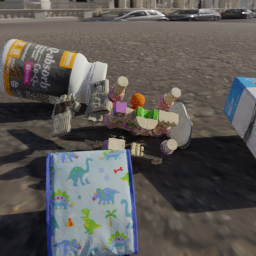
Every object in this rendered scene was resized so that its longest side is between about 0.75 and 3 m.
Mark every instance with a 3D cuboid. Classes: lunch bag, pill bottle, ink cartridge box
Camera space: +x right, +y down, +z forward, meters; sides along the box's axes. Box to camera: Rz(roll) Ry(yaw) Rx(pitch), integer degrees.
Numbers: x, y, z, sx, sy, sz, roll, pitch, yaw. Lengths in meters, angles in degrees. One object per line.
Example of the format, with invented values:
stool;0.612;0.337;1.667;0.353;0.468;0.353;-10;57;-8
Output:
lunch bag;-0.501;1.066;3.879;1.180;0.884;1.387;-4;64;-7
pill bottle;-2.168;-1.544;8.407;2.899;1.687;1.687;10;24;-5
ink cartridge box;3.305;-0.065;5.716;1.756;1.030;2.398;2;37;-8

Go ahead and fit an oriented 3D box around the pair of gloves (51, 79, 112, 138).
pair of gloves;-1.127;-0.460;6.817;1.624;0.285;1.381;-20;46;7

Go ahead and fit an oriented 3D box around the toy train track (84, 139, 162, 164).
toy train track;-0.137;0.557;5.789;1.656;0.269;0.950;12;-9;14

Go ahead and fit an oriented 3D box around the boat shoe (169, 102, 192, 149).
boat shoe;1.309;-0.023;6.778;0.546;0.457;1.528;-24;34;21

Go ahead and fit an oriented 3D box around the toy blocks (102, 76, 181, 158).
toy blocks;0.187;-0.028;5.938;1.496;1.601;1.348;10;-20;-14

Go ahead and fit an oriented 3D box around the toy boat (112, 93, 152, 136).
toy boat;0.154;-0.428;6.994;1.382;0.903;0.902;18;17;12
